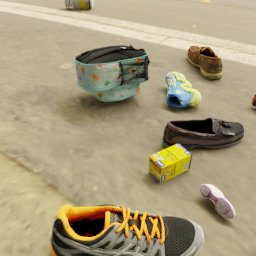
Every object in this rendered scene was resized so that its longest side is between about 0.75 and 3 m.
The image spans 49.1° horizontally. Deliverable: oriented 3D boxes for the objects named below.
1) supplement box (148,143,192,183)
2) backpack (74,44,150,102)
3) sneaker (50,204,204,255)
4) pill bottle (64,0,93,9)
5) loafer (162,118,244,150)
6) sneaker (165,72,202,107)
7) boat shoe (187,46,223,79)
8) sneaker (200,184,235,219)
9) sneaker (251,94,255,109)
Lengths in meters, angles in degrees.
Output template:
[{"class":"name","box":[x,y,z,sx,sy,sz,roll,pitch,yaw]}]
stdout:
[{"class":"supplement box","box":[1.053,0.867,7.010,0.965,0.528,0.525,-21,40,-26]},{"class":"backpack","box":[-0.668,-1.945,9.841,2.356,1.806,2.072,-9,28,-25]},{"class":"sneaker","box":[-0.023,1.923,5.045,2.844,1.098,1.113,-1,34,-4]},{"class":"pill bottle","box":[-3.768,-9.818,21.538,2.085,1.192,1.192,0,35,0]},{"class":"loafer","box":[2.196,0.074,7.912,2.475,0.779,0.890,-7,36,-10]},{"class":"sneaker","box":[1.670,-1.375,9.991,1.046,0.754,1.992,-17,39,-21]},{"class":"boat shoe","box":[3.396,-3.123,12.278,1.012,0.949,2.811,-6,36,-8]},{"class":"sneaker","box":[2.033,1.565,6.154,0.471,0.354,0.945,5,32,-40]},{"class":"sneaker","box":[4.751,-0.845,9.321,1.167,0.654,0.453,17,39,23]}]
